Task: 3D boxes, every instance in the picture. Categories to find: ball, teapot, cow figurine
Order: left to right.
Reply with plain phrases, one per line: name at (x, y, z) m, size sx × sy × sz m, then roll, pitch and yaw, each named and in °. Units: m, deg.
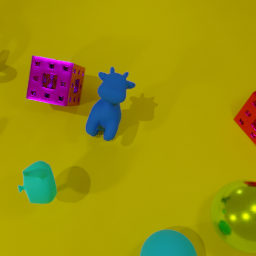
teapot at (-1.816, 1.093, 5.548) m, size 0.688 × 1.405 × 0.873 m, roll -14°, pitch 63°, yaw -22°
cow figurine at (-0.436, -0.509, 6.443) m, size 0.867 × 1.579 × 1.554 m, roll 18°, pitch 85°, yaw -3°
ball at (0.769, 2.507, 5.323) m, size 1.090 × 1.090 × 1.090 m, roll 0°, pitch 64°, yaw 0°
ball at (2.355, 1.729, 5.556) m, size 1.393 × 1.393 × 1.393 m, roll 0°, pitch 64°, yaw 0°

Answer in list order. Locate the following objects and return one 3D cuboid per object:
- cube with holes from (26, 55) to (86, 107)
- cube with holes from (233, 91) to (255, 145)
cube with holes at (-1.754, -1.135, 6.956) m, size 1.012 × 1.012 × 1.012 m, roll 12°, pitch 97°, yaw 6°
cube with holes at (3.617, -0.309, 6.611) m, size 1.294 × 1.294 × 1.294 m, roll -29°, pitch 68°, yaw -13°
